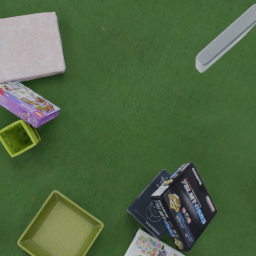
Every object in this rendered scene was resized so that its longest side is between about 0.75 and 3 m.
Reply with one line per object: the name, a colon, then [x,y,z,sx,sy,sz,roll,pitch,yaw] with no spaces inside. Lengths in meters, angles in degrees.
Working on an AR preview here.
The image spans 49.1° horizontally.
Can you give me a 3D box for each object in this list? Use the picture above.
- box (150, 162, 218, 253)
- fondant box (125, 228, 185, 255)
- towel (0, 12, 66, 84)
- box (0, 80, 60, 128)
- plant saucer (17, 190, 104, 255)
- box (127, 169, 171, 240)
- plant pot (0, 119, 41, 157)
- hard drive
box: [1.554,2.057,7.517,1.687,0.422,1.700,-33,100,-38]
fondant box: [0.944,4.570,9.153,2.183,0.636,1.575,30,79,6]
towel: [-3.911,-3.196,11.077,2.595,0.438,2.717,-10,77,-3]
box: [-3.667,-0.901,9.990,2.084,1.426,0.407,32,113,4]
plant saucer: [-2.214,3.545,9.456,2.116,0.507,2.113,33,79,7]
box: [1.076,2.536,9.439,1.371,0.989,1.848,42,80,8]
plant pot: [-3.749,0.294,9.866,1.019,0.925,1.014,-27,98,5]
hard drive: [2.681,-2.328,7.822,1.806,2.737,0.365,-41,87,15]
